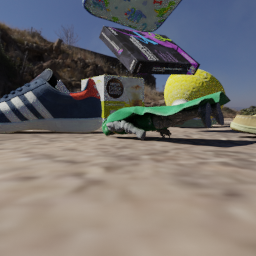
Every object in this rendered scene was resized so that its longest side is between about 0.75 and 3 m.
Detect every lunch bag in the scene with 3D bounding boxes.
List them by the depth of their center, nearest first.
[{"bbox_3d":[0.169,-3.308,6.540,2.233,0.921,1.795,7,-30,-29],"label":"lunch bag"}]

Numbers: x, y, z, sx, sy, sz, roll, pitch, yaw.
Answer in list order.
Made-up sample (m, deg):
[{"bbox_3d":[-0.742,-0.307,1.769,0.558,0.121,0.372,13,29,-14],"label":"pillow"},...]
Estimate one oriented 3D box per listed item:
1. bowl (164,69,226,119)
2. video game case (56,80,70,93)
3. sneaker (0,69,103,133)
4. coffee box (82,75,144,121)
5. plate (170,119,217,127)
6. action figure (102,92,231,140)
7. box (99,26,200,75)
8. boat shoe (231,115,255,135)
[{"bbox_3d":[2.810,-1.132,12.819,2.890,2.890,1.555,2,45,40],"label":"bowl"},{"bbox_3d":[-1.917,-0.785,9.576,0.217,1.687,1.855,-38,11,-11],"label":"video game case"},{"bbox_3d":[-1.999,-0.541,5.651,2.969,1.255,1.113,-1,2,-8],"label":"sneaker"},{"bbox_3d":[-0.654,-1.111,11.701,1.946,1.927,1.949,-1,3,-35],"label":"coffee box"},{"bbox_3d":[1.992,-0.186,9.302,2.231,0.285,2.231,1,1,0],"label":"plate"},{"bbox_3d":[0.314,-0.095,3.837,1.854,0.507,1.095,-7,-2,42],"label":"action figure"},{"bbox_3d":[0.752,-2.515,9.229,2.893,0.522,2.068,-9,48,-38],"label":"box"},{"bbox_3d":[2.535,-0.164,4.147,1.927,0.606,0.703,1,2,14],"label":"boat shoe"}]
